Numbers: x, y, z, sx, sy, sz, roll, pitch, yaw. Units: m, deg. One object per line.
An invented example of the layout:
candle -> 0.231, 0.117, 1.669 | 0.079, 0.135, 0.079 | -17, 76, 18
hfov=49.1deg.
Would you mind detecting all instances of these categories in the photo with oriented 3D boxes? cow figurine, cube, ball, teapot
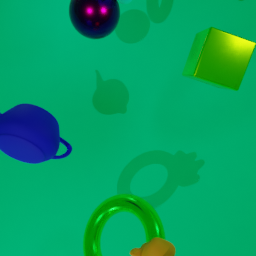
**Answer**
cow figurine -> 0.469, 2.346, 4.166 | 0.707, 1.268, 1.289 | 31, 66, -26
cube -> 1.409, -1.080, 4.475 | 0.751, 0.751, 0.751 | 17, 100, -6
ball -> -0.705, -2.442, 5.931 | 1.080, 1.080, 1.080 | 0, 81, 0
teapot -> -1.668, 0.009, 4.645 | 1.757, 1.093, 0.860 | 37, 49, -27

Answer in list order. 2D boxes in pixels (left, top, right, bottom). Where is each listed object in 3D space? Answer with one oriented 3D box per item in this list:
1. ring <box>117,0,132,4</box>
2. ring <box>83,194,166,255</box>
ring -> -0.054, -3.285, 5.131 | 0.373, 1.867, 1.867 | -1, 81, -5
ring -> -0.125, 2.255, 5.592 | 1.866, 0.373, 1.866 | -14, 62, 27
